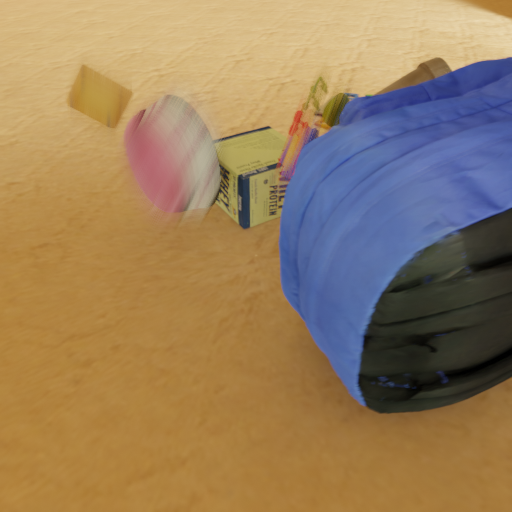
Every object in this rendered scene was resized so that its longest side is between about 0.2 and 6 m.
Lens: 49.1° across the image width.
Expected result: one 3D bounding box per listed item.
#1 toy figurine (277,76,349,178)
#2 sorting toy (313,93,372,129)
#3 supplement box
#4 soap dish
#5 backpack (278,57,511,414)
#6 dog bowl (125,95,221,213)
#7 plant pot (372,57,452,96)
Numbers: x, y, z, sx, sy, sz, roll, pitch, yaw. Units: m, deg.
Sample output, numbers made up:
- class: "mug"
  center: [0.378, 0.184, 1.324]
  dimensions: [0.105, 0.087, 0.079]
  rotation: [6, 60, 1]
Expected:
- class: "toy figurine"
  center: [0.745, -1.997, 9.629]
  dimensions: [1.118, 0.984, 1.866]
  rotation: [-4, 60, 59]
- class: "sorting toy"
  center: [2.471, -4.133, 15.500]
  dimensions: [1.432, 0.346, 2.544]
  rotation: [19, 42, 22]
- class: "supplement box"
  center: [0.012, -1.682, 11.640]
  dimensions: [1.744, 1.171, 1.742]
  rotation: [-21, 42, -25]
- class: "soap dish"
  center: [-3.011, -3.000, 10.698]
  dimensions: [1.050, 0.826, 0.427]
  rotation: [26, 32, -20]
- class: "backpack"
  center: [2.664, -0.351, 7.781]
  dimensions: [4.903, 3.984, 4.114]
  rotation: [-24, 45, -15]
- class: "dog bowl"
  center: [-1.544, -1.694, 9.860]
  dimensions: [0.770, 2.090, 2.090]
  rotation: [-29, 46, -31]
- class: "plant pot"
  center: [3.627, -3.328, 13.293]
  dimensions: [1.906, 2.197, 2.197]
  rotation: [-18, 38, 4]
